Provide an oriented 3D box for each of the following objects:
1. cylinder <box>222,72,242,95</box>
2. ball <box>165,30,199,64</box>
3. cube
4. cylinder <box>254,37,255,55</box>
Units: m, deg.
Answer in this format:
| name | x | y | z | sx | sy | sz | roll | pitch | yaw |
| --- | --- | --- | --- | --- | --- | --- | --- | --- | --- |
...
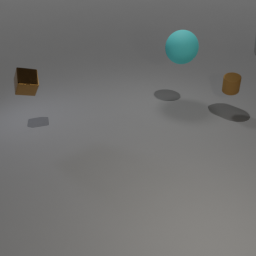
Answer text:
| name | x | y | z | sx | sy | sz | roll | pitch | yaw |
| --- | --- | --- | --- | --- | --- | --- | --- | --- | --- |
| cylinder | 4.301 | -1.834 | 11.645 | 0.700 | 0.700 | 0.700 | -5 | 43 | 5 |
| ball | 2.288 | -3.431 | 11.907 | 1.400 | 1.400 | 1.400 | 0 | 30 | 0 |
| cube | -3.596 | -1.621 | 9.886 | 0.700 | 0.700 | 0.700 | 0 | 63 | -31 |
| cylinder | 4.966 | -3.134 | 9.199 | 1.400 | 1.400 | 1.400 | -8 | 37 | 6 |
